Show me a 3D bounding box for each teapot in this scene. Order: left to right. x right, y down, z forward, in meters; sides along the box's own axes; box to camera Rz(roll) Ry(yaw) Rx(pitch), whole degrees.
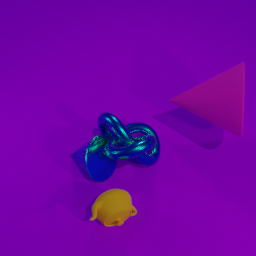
[{"bbox_3d":[-0.301,1.628,5.553,1.299,0.808,0.636,15,34,-44],"label":"teapot"}]

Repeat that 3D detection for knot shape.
[{"bbox_3d":[0.144,0.306,6.601,1.641,0.810,1.753,16,15,-36],"label":"knot shape"}]

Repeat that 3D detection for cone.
[{"bbox_3d":[-1.005,0.678,6.706,1.093,1.089,1.089,0,43,37],"label":"cone"},{"bbox_3d":[1.785,-0.647,6.555,1.678,1.671,1.671,2,47,20],"label":"cone"}]
